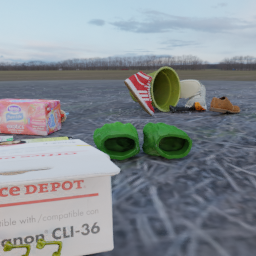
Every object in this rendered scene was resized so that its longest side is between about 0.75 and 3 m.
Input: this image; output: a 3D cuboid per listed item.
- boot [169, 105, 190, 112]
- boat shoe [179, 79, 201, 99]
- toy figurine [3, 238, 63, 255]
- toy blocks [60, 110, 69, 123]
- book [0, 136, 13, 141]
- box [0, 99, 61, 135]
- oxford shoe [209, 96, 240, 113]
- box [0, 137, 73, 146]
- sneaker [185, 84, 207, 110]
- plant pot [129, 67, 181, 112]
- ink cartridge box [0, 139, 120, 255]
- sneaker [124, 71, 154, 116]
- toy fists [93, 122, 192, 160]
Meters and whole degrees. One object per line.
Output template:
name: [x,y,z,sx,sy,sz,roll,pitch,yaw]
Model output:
boot: [2.425,-0.925,13.201,0.832,0.273,0.685,-7,23,-8]
boat shoe: [2.701,-1.958,14.492,2.590,0.926,0.774,-19,14,46]
toy figurine: [-1.167,1.248,2.500,1.313,0.693,0.787,-4,-3,-10]
toy blocks: [-3.009,-0.428,10.610,1.189,0.518,1.426,5,13,19]
book: [-3.630,0.414,7.499,1.003,0.241,0.670,-2,15,-19]
box: [-3.428,-0.396,9.251,2.152,1.019,1.105,3,13,13]
oxford shoe: [4.507,-1.045,12.761,2.104,0.750,0.751,3,3,-42]
box: [-2.159,0.545,6.179,1.942,0.487,0.731,-4,13,-19]
sneaker: [3.518,-1.660,14.432,1.081,1.313,2.855,2,13,13]
plant pot: [1.184,-1.898,13.956,2.127,2.127,2.020,-11,11,-40]
ink cartridge box: [-1.154,0.725,3.192,1.656,0.960,2.844,-4,2,-16]
sneaker: [0.809,-1.540,12.128,1.088,1.934,0.689,-38,11,-7]
toy fists: [0.328,0.295,6.724,2.313,0.795,1.179,0,19,-9]
